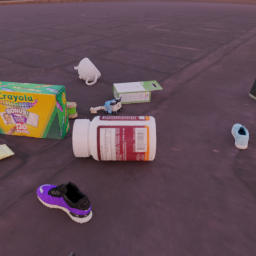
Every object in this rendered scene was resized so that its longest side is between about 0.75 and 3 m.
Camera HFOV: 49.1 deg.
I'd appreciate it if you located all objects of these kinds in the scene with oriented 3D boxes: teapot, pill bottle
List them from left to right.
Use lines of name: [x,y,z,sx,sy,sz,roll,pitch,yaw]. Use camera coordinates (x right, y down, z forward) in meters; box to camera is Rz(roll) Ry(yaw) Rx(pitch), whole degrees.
teapot: [-1.946,-2.661,13.375,0.895,1.209,1.225,-41,12,0]
pill bottle: [-0.365,0.291,7.856,2.194,1.253,1.253,1,30,0]

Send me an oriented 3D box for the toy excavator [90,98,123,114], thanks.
toy excavator: [-0.812,-0.775,10.604,0.959,0.479,0.933,2,25,30]

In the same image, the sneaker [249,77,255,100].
sneaker: [5.603,-1.447,11.277,0.595,0.846,1.592,-14,33,-23]

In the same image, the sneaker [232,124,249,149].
sneaker: [3.614,0.114,8.889,0.480,0.533,1.300,6,31,7]

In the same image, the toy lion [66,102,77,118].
toy lion: [-2.859,-0.713,10.444,1.627,0.559,1.560,-13,25,-22]

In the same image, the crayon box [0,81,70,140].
crayon box: [-3.319,-0.591,9.053,2.664,1.582,0.776,5,30,9]

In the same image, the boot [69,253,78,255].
boot: [-0.353,2.684,4.535,1.303,0.518,1.496,-5,40,-11]

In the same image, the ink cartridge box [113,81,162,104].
ink cartridge box: [0.383,-1.488,11.636,1.872,0.555,0.972,-6,31,-11]

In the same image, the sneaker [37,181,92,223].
sneaker: [-1.444,1.472,6.306,1.518,0.755,0.528,17,34,25]

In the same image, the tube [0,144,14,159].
tube: [-4.233,0.855,7.712,1.921,0.499,0.557,-18,72,-36]
